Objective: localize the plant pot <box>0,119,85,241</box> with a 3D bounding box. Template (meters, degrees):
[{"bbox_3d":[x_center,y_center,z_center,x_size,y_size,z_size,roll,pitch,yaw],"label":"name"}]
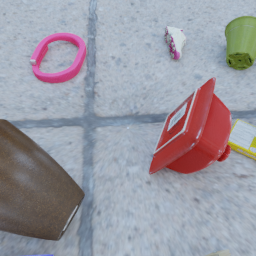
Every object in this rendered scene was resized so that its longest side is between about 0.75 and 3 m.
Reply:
[{"bbox_3d":[-2.195,1.322,5.942,2.343,2.190,2.190,29,56,2],"label":"plant pot"}]

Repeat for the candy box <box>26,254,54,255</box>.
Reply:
[{"bbox_3d":[-2.413,3.711,4.477,2.394,1.091,2.832,-2,51,-3],"label":"candy box"}]

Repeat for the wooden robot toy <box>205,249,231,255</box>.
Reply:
[{"bbox_3d":[2.290,3.434,5.013,1.155,1.122,2.546,4,43,-44],"label":"wooden robot toy"}]

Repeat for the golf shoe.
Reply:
[{"bbox_3d":[1.818,-3.141,10.192,0.791,0.651,1.728,-2,53,-6],"label":"golf shoe"}]

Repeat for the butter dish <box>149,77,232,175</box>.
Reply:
[{"bbox_3d":[1.778,0.268,6.866,1.619,2.190,2.184,30,54,-8],"label":"butter dish"}]

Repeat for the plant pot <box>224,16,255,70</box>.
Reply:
[{"bbox_3d":[3.918,-2.775,9.572,1.449,1.449,1.376,16,66,12],"label":"plant pot"}]

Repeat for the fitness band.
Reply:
[{"bbox_3d":[-2.397,-2.521,9.814,1.709,0.445,2.380,7,53,5],"label":"fitness band"}]

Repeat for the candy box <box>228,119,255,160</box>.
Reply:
[{"bbox_3d":[3.681,0.520,7.511,1.963,0.259,1.003,28,51,20],"label":"candy box"}]
